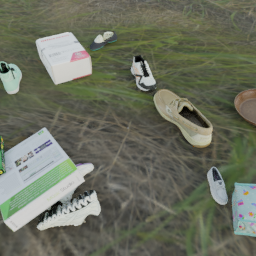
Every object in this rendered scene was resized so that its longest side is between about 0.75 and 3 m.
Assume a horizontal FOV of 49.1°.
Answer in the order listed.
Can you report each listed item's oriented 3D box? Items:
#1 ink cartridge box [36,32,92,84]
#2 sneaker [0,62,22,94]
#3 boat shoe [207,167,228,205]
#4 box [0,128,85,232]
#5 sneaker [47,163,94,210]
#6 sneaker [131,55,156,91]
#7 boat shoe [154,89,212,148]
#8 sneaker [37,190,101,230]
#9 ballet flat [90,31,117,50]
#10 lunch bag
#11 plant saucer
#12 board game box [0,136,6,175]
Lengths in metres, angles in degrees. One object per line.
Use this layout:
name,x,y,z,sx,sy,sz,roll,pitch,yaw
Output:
ink cartridge box,-2.492,-2.750,10.839,1.512,0.854,2.063,-21,49,-19
sneaker,-4.280,-2.108,10.128,0.618,0.991,1.681,-14,46,-11
boat shoe,2.298,1.441,7.123,0.360,0.343,1.001,0,46,0
box,-2.325,1.060,6.782,1.790,0.451,2.480,-35,36,-15
sneaker,-1.485,1.435,6.976,1.544,0.578,0.769,-30,87,-13
sneaker,0.535,-2.019,10.263,0.644,0.698,1.746,-15,49,-16
boat shoe,1.692,-0.534,8.694,0.935,0.842,2.592,-20,49,-18
sneaker,-1.345,2.021,6.437,1.514,0.614,0.569,-25,10,-3
ballet flat,-1.080,-3.866,12.184,1.469,0.537,0.537,-33,54,-27
lunch bag,3.094,1.893,6.392,1.283,0.782,1.093,3,45,11
plant saucer,4.370,-0.588,9.086,1.838,0.336,1.838,-1,46,1
board game box,-3.627,0.840,7.245,0.855,0.191,1.632,-27,36,-9
